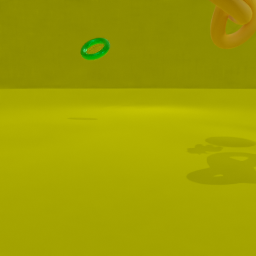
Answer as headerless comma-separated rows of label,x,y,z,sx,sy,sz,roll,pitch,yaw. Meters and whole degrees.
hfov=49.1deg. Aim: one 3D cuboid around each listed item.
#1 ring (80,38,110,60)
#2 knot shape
ring,-1.370,-3.313,11.691,1.312,0.262,1.312,-10,51,12
knot shape,2.095,-2.459,5.612,0.889,1.800,1.924,-1,47,34
